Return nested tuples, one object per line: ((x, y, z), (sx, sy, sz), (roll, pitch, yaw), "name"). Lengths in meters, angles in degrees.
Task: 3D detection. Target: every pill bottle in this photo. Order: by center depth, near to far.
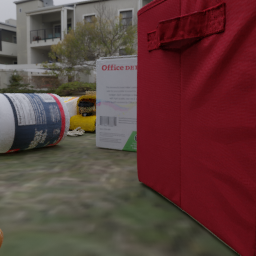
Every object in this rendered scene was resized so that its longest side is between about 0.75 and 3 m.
((-2.127, -0.104, 5.247), (1.080, 1.080, 1.806), (7, 10, 41), "pill bottle")

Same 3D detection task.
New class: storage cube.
((1.325, -0.262, 2.843), (2.281, 2.051, 1.950), (-4, 9, -22), "storage cube")

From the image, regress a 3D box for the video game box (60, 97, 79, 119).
((-2.885, -0.364, 7.670), (2.334, 0.600, 2.562), (3, 17, 15), "video game box")

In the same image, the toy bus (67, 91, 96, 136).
((-0.976, -0.513, 8.139), (2.033, 1.113, 2.155), (-3, 8, -23), "toy bus")

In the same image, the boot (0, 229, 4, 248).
((-0.741, 0.716, 0.895), (1.809, 0.667, 1.400), (3, 5, 4), "boot")

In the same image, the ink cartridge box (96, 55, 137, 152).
((0.081, -0.479, 5.477), (1.273, 1.753, 0.767), (4, 9, 27), "ink cartridge box")
